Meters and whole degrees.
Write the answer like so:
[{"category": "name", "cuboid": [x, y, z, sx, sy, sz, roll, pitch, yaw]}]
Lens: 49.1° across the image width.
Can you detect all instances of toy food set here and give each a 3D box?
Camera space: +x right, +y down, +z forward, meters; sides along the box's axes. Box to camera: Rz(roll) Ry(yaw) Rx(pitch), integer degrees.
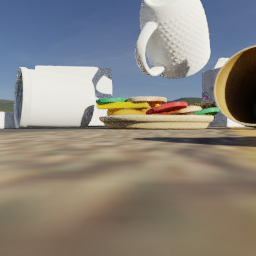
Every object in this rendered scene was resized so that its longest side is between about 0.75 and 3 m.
[{"category": "toy food set", "cuboid": [0.688, -0.322, 6.605, 2.789, 0.679, 2.761, 1, 1, 19]}]

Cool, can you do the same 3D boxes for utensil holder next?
[{"category": "utensil holder", "cuboid": [-1.778, -0.647, 6.696, 1.626, 1.382, 1.382, 2, -1, -31]}]

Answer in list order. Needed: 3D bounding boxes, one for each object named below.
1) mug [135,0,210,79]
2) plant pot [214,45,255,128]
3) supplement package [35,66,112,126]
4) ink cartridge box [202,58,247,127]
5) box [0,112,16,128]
[{"category": "mug", "cuboid": [1.207, -2.883, 8.738, 2.102, 2.848, 2.497, 27, -20, 33]}, {"category": "plant pot", "cuboid": [3.096, -0.690, 6.323, 1.724, 1.724, 1.850, 1, -12, 37]}, {"category": "supplement package", "cuboid": [-2.080, -1.107, 11.147, 2.746, 2.112, 2.872, 0, -1, -9]}, {"category": "ink cartridge box", "cuboid": [4.197, -1.397, 11.422, 1.732, 2.695, 1.687, 0, 1, -20]}, {"category": "box", "cuboid": [-4.141, -0.187, 6.878, 2.427, 0.441, 1.752, 1, 0, -38]}]
